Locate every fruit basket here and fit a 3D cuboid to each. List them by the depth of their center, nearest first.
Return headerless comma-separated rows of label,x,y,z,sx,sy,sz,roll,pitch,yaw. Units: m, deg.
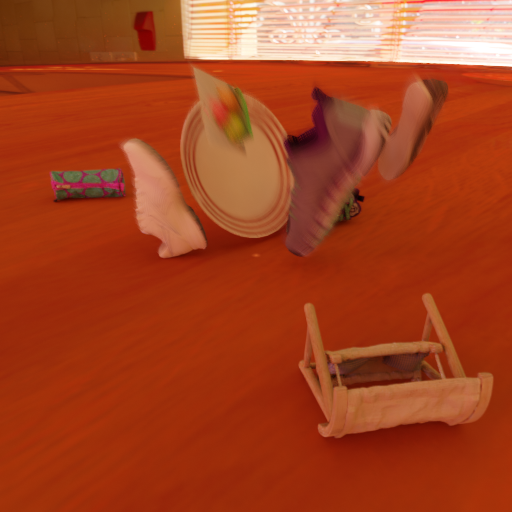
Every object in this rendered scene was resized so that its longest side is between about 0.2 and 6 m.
fruit basket,-0.598,-2.326,9.243,0.627,1.239,1.338,-14,-4,31

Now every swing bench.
swing bench,1.422,1.304,6.201,1.591,1.038,1.599,-3,30,-7

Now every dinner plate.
dinner plate,-0.296,-1.739,10.805,2.869,2.869,0.348,-22,6,-39

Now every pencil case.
pencil case,-3.927,-1.672,13.129,1.659,0.706,0.767,-4,17,-10

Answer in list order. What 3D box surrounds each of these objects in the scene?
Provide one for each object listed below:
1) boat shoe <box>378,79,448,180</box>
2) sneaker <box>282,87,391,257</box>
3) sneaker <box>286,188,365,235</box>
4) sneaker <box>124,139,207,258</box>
boat shoe,2.742,-2.137,9.763,0.590,2.069,0.692,-16,57,-21
sneaker,0.875,-1.275,8.918,1.329,3.036,1.130,26,45,-3
sneaker,1.482,-1.044,11.406,1.237,1.052,2.826,13,26,15
sneaker,-1.696,-0.901,9.639,1.007,2.311,0.861,-26,26,0
